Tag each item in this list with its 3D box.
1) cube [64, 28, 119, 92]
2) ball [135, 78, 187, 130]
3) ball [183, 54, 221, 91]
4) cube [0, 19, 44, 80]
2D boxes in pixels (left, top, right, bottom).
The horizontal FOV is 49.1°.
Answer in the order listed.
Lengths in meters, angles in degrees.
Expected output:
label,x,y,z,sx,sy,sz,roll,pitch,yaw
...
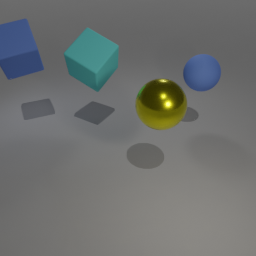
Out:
label,x,y,z,sx,sy,sz,roll,pitch,yaw
cube,-1.300,-2.476,10.309,1.400,1.400,1.400,32,71,9
ball,0.896,-0.636,7.601,1.400,1.400,1.400,0,32,0
ball,2.827,-2.104,10.727,1.400,1.400,1.400,0,32,0
cube,-4.071,-2.861,10.282,1.400,1.400,1.400,-20,74,-13
